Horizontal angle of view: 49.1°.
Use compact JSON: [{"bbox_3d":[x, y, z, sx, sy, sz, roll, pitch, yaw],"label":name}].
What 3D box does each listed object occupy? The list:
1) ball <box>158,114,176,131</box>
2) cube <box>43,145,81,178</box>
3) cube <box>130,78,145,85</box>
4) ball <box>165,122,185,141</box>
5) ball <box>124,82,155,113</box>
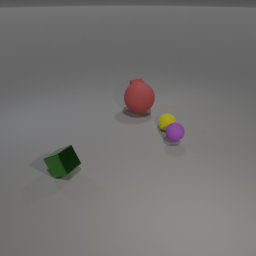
[{"bbox_3d":[1.598,-0.238,11.459,0.700,0.700,0.700,0,27,0],"label":"ball"},{"bbox_3d":[-2.036,1.041,8.724,0.700,0.700,0.700,-18,13,36],"label":"cube"},{"bbox_3d":[0.532,-2.209,15.224,0.700,0.700,0.700,-12,32,-10],"label":"cube"},{"bbox_3d":[1.734,0.146,10.332,0.700,0.700,0.700,0,27,0],"label":"ball"},{"bbox_3d":[0.512,-1.377,12.661,1.400,1.400,1.400,0,27,0],"label":"ball"}]
